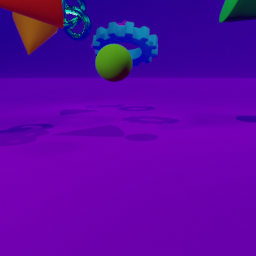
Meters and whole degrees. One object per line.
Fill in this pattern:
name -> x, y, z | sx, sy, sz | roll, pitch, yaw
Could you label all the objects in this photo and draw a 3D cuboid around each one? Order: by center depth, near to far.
cone -> -2.099, -2.516, 5.207 | 1.477, 1.472, 1.472 | -14, 14, -14
ball -> -0.269, -1.249, 5.407 | 0.712, 0.712, 0.712 | 0, 11, 0
cone -> 3.295, -3.089, 7.073 | 1.386, 1.381, 1.381 | 21, 11, -3
gear -> -0.069, -2.176, 7.487 | 1.707, 0.316, 1.707 | 4, -15, 1
cone -> -2.986, -2.851, 8.774 | 1.454, 1.459, 1.454 | 0, -27, 0
gear -> -0.603, -3.233, 9.939 | 1.535, 0.284, 1.535 | -32, 9, 6
knot shape -> -2.263, -4.094, 10.320 | 1.652, 1.765, 0.816 | -12, 7, -13
